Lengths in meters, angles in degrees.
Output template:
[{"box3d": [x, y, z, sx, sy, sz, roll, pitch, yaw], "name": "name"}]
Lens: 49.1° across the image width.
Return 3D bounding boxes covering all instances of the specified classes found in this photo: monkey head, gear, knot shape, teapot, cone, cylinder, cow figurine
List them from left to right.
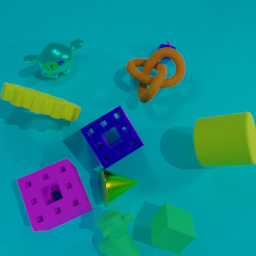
[{"box3d": [-2.354, -0.713, 7.675, 2.066, 2.066, 0.382, 20, 95, 7], "name": "gear"}, {"box3d": [-2.304, -2.291, 8.709, 1.856, 1.119, 1.336, -23, 66, -15], "name": "monkey head"}, {"box3d": [-0.161, 2.776, 6.704, 0.886, 1.589, 1.615, -25, 71, -30], "name": "cow figurine"}, {"box3d": [-0.181, 1.532, 7.596, 1.037, 1.033, 1.033, -5, 70, -17], "name": "cone"}, {"box3d": [0.667, -1.662, 8.292, 1.736, 0.802, 1.624, -48, 55, -2], "name": "knot shape"}, {"box3d": [1.254, -2.486, 8.938, 0.667, 1.072, 0.525, 8, 108, -13], "name": "teapot"}, {"box3d": [2.523, 0.315, 7.216, 1.305, 1.305, 1.305, -8, 68, 32], "name": "cylinder"}]

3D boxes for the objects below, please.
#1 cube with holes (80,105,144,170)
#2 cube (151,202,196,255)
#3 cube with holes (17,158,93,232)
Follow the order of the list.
[{"box3d": [-0.441, 0.216, 7.582, 1.184, 1.184, 1.184, -31, 94, -3], "name": "cube with holes"}, {"box3d": [1.082, 2.461, 6.875, 0.767, 0.767, 0.767, 24, 29, -12], "name": "cube"}, {"box3d": [-1.819, 1.754, 7.234, 1.301, 1.301, 1.301, -23, 73, -8], "name": "cube with holes"}]
